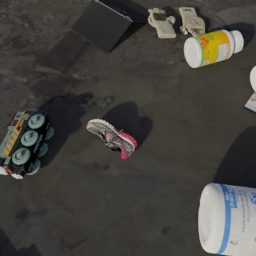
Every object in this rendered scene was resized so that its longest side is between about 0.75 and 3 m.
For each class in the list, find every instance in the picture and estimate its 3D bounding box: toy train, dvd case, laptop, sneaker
[{"bbox_3d":[-3.633,0.518,9.776,1.488,1.112,2.611,3,57,17],"label":"toy train"},{"bbox_3d":[5.304,-1.022,11.320,0.864,0.106,1.212,32,62,19],"label":"dvd case"},{"bbox_3d":[-0.794,-5.218,14.136,2.721,1.684,2.907,38,36,22],"label":"laptop"},{"bbox_3d":[-0.666,0.335,9.993,1.984,0.800,0.741,28,62,17],"label":"sneaker"}]

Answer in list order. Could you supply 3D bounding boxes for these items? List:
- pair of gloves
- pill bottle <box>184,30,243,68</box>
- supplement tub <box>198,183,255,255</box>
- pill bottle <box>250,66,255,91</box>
[{"bbox_3d":[2.396,-5.126,13.783,2.775,0.487,2.360,-8,54,-16],"label":"pair of gloves"},{"bbox_3d":[3.783,-3.549,12.302,2.327,1.292,1.292,-17,58,-12],"label":"pill bottle"},{"bbox_3d":[3.564,2.634,7.781,2.881,1.901,1.901,5,56,4],"label":"supplement tub"},{"bbox_3d":[6.527,-2.262,11.232,2.887,1.619,1.619,-16,58,-11],"label":"pill bottle"}]
